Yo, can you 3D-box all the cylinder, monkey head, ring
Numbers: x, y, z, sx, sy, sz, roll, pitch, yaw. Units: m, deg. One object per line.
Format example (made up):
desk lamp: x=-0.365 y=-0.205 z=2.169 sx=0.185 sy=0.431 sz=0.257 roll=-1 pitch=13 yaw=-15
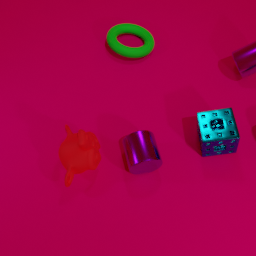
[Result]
cylinder: x=3.793 y=-2.120 z=8.591 sx=0.901 sy=0.901 sz=0.901 roll=-24 pitch=55 yaw=27
cylinder: x=0.363 y=0.638 z=7.232 sx=0.870 sy=0.870 sz=0.870 roll=-12 pitch=61 yaw=-7
monkey head: x=-1.300 y=0.536 z=7.051 sx=1.050 sy=1.253 sz=1.742 roll=-11 pitch=61 yaw=7
ring: x=0.090 y=-2.998 z=9.554 sx=1.642 sy=0.328 sz=1.642 roll=5 pitch=53 yaw=-7

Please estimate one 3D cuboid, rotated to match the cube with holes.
cube with holes: x=2.347 y=0.131 z=7.416 sx=0.897 sy=0.897 sz=0.897 roll=-9 pitch=59 yaw=10
